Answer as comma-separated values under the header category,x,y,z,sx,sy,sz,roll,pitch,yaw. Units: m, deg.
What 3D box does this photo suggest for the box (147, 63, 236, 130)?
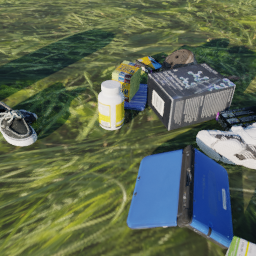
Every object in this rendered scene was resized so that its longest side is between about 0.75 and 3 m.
category,x,y,z,sx,sy,sz,roll,pitch,yaw
box,2.256,-1.242,10.469,2.573,1.378,1.910,-14,42,-17

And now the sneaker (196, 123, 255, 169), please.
category,x,y,z,sx,sy,sz,roll,pitch,yaw
sneaker,3.661,0.260,8.707,2.943,1.106,1.691,14,54,9

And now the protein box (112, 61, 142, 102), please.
category,x,y,z,sx,sy,sz,roll,pitch,yaw
protein box,-0.056,-1.867,11.174,0.779,1.147,1.155,19,42,15

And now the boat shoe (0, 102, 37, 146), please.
category,x,y,z,sx,sy,sz,roll,pitch,yaw
boat shoe,-4.056,-0.263,9.712,0.913,0.845,2.473,-30,48,-31

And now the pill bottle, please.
category,x,y,z,sx,sy,sz,roll,pitch,yaw
pill bottle,-0.575,-0.794,9.727,0.894,1.595,0.894,1,35,-1

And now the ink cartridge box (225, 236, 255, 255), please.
category,x,y,z,sx,sy,sz,roll,pitch,yaw
ink cartridge box,2.909,3.418,5.287,2.323,0.880,1.717,18,43,21

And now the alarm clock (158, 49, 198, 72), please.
category,x,y,z,sx,sy,sz,roll,pitch,yaw
alarm clock,2.371,-2.725,12.188,1.526,0.753,2.263,-49,42,-11

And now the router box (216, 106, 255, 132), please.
category,x,y,z,sx,sy,sz,roll,pitch,yaw
router box,4.162,-0.218,10.001,1.586,0.405,1.183,-9,41,-11

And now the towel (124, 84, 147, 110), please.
category,x,y,z,sx,sy,sz,roll,pitch,yaw
towel,0.138,-1.378,11.541,1.368,0.225,1.890,8,40,8

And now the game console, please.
category,x,y,z,sx,sy,sz,roll,pitch,yaw
game console,1.459,1.850,7.590,2.182,1.512,2.556,33,40,-13

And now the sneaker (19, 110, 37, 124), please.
category,x,y,z,sx,sy,sz,roll,pitch,yaw
sneaker,-3.807,-0.384,10.267,0.846,0.319,0.481,14,40,12

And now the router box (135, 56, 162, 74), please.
category,x,y,z,sx,sy,sz,roll,pitch,yaw
router box,1.067,-2.987,13.383,0.927,0.317,1.243,-24,46,-26
